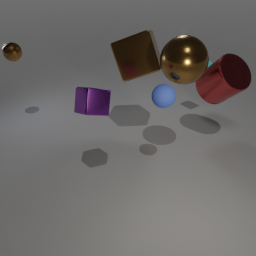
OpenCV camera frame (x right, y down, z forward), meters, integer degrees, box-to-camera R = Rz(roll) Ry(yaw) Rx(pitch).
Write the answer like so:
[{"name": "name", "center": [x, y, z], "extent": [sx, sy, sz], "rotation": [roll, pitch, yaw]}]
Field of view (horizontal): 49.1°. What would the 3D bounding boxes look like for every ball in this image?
[{"name": "ball", "center": [1.631, -1.975, 8.162], "extent": [1.400, 1.400, 1.400], "rotation": [0, 30, 0]}, {"name": "ball", "center": [-4.369, -2.874, 10.590], "extent": [0.700, 0.700, 0.700], "rotation": [0, 30, 0]}, {"name": "ball", "center": [1.025, -0.916, 8.022], "extent": [0.700, 0.700, 0.700], "rotation": [0, 30, 0]}]

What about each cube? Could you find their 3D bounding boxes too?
[{"name": "cube", "center": [0.366, -2.623, 10.118], "extent": [1.400, 1.400, 1.400], "rotation": [-16, 15, 15]}, {"name": "cube", "center": [-0.952, -0.711, 7.476], "extent": [0.700, 0.700, 0.700], "rotation": [1, 8, -37]}]

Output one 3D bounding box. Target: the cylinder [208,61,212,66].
[{"name": "cylinder", "center": [3.319, -2.562, 12.048], "extent": [0.700, 0.700, 0.700], "rotation": [-21, 56, -32]}]

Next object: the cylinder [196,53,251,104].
[{"name": "cylinder", "center": [3.414, -1.734, 10.125], "extent": [1.400, 1.400, 1.400], "rotation": [-16, -9, -26]}]
